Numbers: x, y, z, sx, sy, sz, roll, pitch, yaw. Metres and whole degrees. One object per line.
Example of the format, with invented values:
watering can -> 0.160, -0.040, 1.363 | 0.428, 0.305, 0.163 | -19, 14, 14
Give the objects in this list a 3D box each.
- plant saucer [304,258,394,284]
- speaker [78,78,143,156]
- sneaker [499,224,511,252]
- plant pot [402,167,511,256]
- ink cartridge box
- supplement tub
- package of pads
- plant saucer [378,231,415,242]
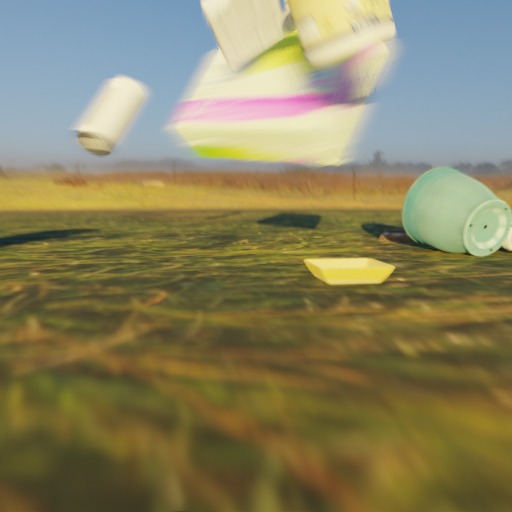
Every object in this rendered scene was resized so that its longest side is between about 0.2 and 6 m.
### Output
plant saucer -> 1.187, 0.201, 7.335 | 0.968, 0.235, 0.968 | -2, 6, -8
speaker -> -3.149, -3.061, 12.266 | 0.738, 1.818, 0.738 | 14, -33, 10
sneaker -> 5.598, -0.393, 10.484 | 2.194, 0.811, 0.902 | -6, 7, 10
plant pot -> 3.860, -0.727, 10.538 | 1.604, 1.604, 1.507 | -3, 22, -23
ink cartridge box -> -0.052, -3.068, 7.178 | 1.087, 0.235, 1.067 | -32, -23, 1
supplement tub -> 0.758, -2.649, 5.542 | 0.932, 1.291, 0.932 | -20, 16, 6
package of pads -> 0.338, -2.501, 8.307 | 2.777, 2.145, 0.947 | 12, -22, 39
plant saucer -> 3.615, -0.490, 13.853 | 1.180, 0.216, 1.180 | 0, 5, 0
